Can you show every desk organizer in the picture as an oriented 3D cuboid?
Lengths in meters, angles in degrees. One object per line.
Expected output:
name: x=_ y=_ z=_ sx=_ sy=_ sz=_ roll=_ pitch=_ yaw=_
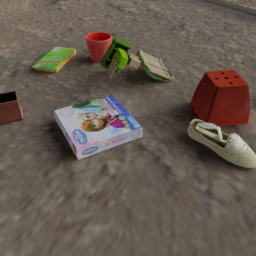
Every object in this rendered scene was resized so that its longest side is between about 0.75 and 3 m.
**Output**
desk organizer: x=-4.709 y=-0.561 z=9.445 sx=2.098 sy=0.808 sz=0.753 roll=-14 pitch=40 yaw=-17

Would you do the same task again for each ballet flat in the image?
ballet flat: x=2.789 y=0.377 z=8.305 sx=2.324 sy=0.807 sz=0.807 roll=29 pitch=47 yaw=31

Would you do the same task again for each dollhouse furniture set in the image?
dollhouse furniture set: x=0.365 y=-2.479 z=12.059 sx=2.642 sy=1.326 sz=1.731 roll=14 pitch=37 yaw=-30

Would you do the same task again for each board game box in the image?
board game box: x=-1.019 y=-0.148 z=9.206 sx=2.210 sy=0.456 sz=2.215 roll=-19 pitch=42 yaw=-22
board game box: x=-3.434 y=-3.232 z=13.230 sx=1.113 sy=0.349 sz=2.329 roll=9 pitch=37 yaw=13

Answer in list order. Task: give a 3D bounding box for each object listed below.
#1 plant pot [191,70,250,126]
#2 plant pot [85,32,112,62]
plant pot: x=3.260 y=-1.119 z=9.674 sx=1.605 sy=1.414 sz=1.603 roll=-5 pitch=39 yaw=-6
plant pot: x=-1.369 y=-3.840 z=13.363 sx=1.241 sy=1.098 sz=1.241 roll=0 pitch=38 yaw=0
